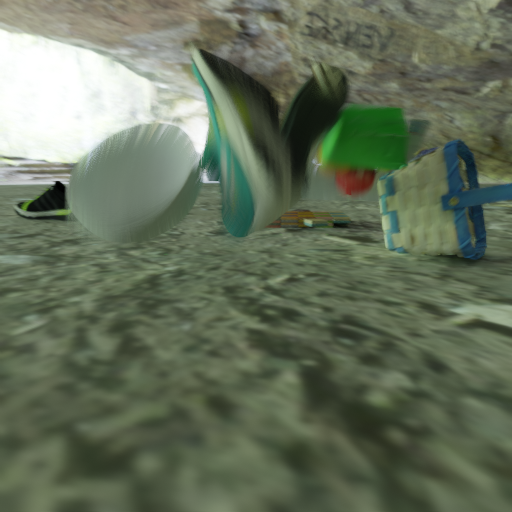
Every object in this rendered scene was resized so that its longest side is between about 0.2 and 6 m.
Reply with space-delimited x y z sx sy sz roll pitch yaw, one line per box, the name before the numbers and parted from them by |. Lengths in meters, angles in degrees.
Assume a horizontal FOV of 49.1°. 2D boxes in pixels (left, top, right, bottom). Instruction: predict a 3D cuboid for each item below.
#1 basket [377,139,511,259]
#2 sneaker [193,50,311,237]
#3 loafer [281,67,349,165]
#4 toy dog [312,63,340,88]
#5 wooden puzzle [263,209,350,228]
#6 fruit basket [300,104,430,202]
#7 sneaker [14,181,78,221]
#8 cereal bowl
basket | 2.960 -0.779 7.657 2.349 1.634 2.071 -5 2 25
sneaker | -0.335 -1.418 6.542 1.050 2.709 1.079 16 -47 -38
loafer | 0.536 -1.712 7.606 0.721 2.007 0.631 38 -16 -26
toy dog | 0.863 -2.296 7.125 0.342 0.331 0.239 26 -34 -29
wooden puzzle | 1.123 -0.836 12.731 1.857 0.220 3.132 1 9 4
fruit basket | 1.569 -1.533 8.903 1.816 0.919 1.961 2 -26 -4
sneaker | -4.930 -1.382 13.819 2.299 0.952 0.824 3 10 19
cereal bowl | -1.299 -0.747 6.342 1.552 0.646 1.552 -8 52 11
